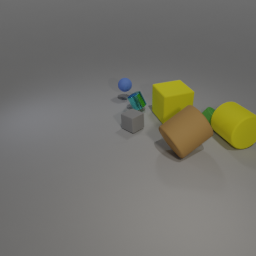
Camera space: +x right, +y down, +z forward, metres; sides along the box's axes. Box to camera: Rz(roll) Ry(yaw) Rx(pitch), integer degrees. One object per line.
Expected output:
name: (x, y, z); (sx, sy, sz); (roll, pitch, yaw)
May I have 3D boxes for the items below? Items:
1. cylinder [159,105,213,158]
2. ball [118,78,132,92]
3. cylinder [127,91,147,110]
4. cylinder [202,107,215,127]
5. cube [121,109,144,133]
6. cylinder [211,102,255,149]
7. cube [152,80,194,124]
cylinder: (2.055, 0.127, 10.036); (1.400, 1.400, 1.400); (-37, 38, -3)
ball: (-0.152, -2.165, 14.069); (0.700, 0.700, 0.700); (0, 31, 0)
cylinder: (0.428, -1.290, 13.296); (0.700, 0.700, 0.700); (-26, 18, 9)
cylinder: (3.395, -0.413, 11.820); (0.700, 0.700, 0.700); (26, 35, -21)
cube: (0.198, -0.312, 11.845); (0.700, 0.700, 0.700); (-28, 38, -36)
cylinder: (4.192, -0.126, 10.860); (1.400, 1.400, 1.400); (-10, 31, -16)
cube: (1.981, -1.179, 12.607); (1.400, 1.400, 1.400); (-11, 34, -14)
